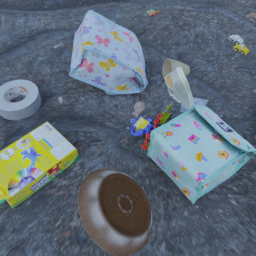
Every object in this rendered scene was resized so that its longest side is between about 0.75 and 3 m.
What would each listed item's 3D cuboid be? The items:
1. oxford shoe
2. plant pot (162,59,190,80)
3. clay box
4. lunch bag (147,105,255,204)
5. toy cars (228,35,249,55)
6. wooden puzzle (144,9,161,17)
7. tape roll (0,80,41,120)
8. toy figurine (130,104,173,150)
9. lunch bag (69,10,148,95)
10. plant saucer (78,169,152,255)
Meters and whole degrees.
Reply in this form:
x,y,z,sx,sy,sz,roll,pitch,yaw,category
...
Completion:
x,y,z,sx,sy,sz,roll,pitch,yaw,category
1.439,-1.056,7.823,0.579,2.005,0.754,-25,68,13,oxford shoe
1.953,-2.295,11.103,0.903,0.846,0.846,-1,50,-18,plant pot
-3.046,1.124,8.385,2.739,0.652,1.573,-37,60,-26,clay box
2.235,0.547,8.270,2.574,1.569,2.192,-28,57,-22,lunch bag
4.981,-3.820,12.570,0.627,0.310,1.398,-3,51,-3,toy cars
1.238,-5.925,14.414,0.876,0.062,0.520,-26,56,-19,wooden puzzle
-4.014,-1.043,10.208,1.593,0.526,1.593,0,52,0,tape roll
0.612,-0.221,9.342,1.079,0.950,1.801,24,54,24,toy figurine
-0.618,-2.632,10.646,2.832,1.800,2.401,17,49,-26,lunch bag
-0.147,1.813,6.481,2.105,0.385,2.105,27,42,-27,plant saucer
